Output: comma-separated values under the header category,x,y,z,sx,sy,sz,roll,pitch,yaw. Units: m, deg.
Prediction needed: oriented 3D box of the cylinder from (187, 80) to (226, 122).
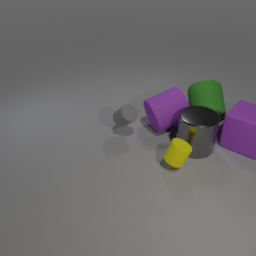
category,x,y,z,sx,sy,sz,roll,pitch,yaw
cylinder,3.192,-1.009,11.412,1.400,1.400,1.400,0,66,0

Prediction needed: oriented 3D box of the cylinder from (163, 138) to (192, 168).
category,x,y,z,sx,sy,sz,roll,pitch,yaw
cylinder,1.607,0.803,9.090,0.700,0.700,0.700,20,28,-11

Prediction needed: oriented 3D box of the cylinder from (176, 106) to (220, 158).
category,x,y,z,sx,sy,sz,roll,pitch,yaw
cylinder,2.467,0.127,10.051,1.400,1.400,1.400,-1,35,0

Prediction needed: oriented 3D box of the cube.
category,x,y,z,sx,sy,sz,roll,pitch,yaw
cube,4.376,0.024,10.233,1.400,1.400,1.400,25,41,33

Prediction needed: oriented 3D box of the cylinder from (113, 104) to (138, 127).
category,x,y,z,sx,sy,sz,roll,pitch,yaw
cylinder,-0.101,-0.462,10.551,0.700,0.700,0.700,-28,-1,-36

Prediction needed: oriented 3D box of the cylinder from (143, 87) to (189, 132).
category,x,y,z,sx,sy,sz,roll,pitch,yaw
cylinder,1.531,-0.738,11.127,1.400,1.400,1.400,-25,37,-7
